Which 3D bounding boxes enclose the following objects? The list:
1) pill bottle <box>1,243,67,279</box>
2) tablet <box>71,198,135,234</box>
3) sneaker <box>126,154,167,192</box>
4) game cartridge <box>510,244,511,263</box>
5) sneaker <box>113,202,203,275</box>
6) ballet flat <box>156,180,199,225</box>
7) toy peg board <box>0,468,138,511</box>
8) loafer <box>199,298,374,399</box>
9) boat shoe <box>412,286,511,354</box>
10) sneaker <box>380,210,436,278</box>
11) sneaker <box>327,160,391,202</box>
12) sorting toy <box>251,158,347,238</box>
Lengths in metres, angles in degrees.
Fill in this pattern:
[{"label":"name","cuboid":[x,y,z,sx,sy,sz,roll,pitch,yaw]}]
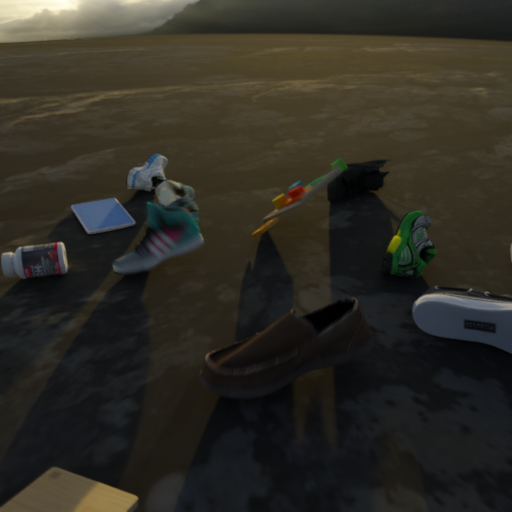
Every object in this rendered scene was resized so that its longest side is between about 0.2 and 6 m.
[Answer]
[{"label":"pill bottle","cuboid":[-4.311,0.110,10.920,1.133,0.627,0.627,-8,29,-13]},{"label":"tablet","cuboid":[-3.710,-0.981,13.524,1.141,0.120,1.754,-14,32,-25]},{"label":"sneaker","cuboid":[-2.773,-2.188,15.380,0.828,0.716,1.911,19,34,8]},{"label":"game cartridge","cuboid":[5.986,0.020,11.512,1.377,0.279,0.918,9,26,17]},{"label":"sneaker","cuboid":[-2.058,-0.458,11.096,1.919,1.159,0.803,-25,21,-24]},{"label":"ballet flat","cuboid":[-1.890,-1.320,12.948,0.954,0.954,2.569,-8,22,-15]},{"label":"toy peg board","cuboid":[-2.051,2.922,5.869,1.157,0.566,1.152,12,14,18]},{"label":"loafer","cuboid":[0.427,1.221,8.238,2.724,0.967,0.995,-16,23,-20]},{"label":"boat shoe","cuboid":[3.960,1.014,9.022,2.731,0.955,0.905,7,29,28]},{"label":"sneaker","cuboid":[3.247,-0.182,11.469,0.908,0.831,2.131,19,42,19]},{"label":"sneaker","cuboid":[2.746,-2.041,14.819,1.333,0.768,2.556,5,25,19]},{"label":"sorting toy","cuboid":[0.949,-1.423,12.783,3.012,0.410,1.696,-41,8,-36]}]
